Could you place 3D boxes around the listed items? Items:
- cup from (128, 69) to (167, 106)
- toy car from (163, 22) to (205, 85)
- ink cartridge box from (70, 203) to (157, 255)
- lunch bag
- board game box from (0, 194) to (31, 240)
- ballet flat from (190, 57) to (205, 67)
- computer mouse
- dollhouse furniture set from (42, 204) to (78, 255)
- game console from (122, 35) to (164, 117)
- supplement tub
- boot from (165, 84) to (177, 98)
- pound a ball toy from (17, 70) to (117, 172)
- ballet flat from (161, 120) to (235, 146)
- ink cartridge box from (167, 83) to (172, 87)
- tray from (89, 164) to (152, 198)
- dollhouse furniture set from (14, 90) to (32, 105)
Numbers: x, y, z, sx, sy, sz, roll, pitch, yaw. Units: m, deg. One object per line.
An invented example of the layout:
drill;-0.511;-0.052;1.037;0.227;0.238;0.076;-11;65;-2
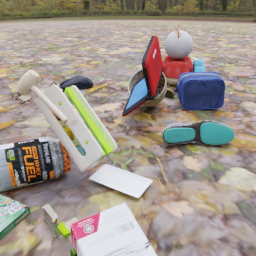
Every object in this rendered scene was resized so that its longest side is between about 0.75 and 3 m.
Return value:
cup;0.984;-1.611;12.150;1.669;1.669;1.194;15;-14;28
toy car;2.560;-3.901;14.268;2.723;2.954;2.613;4;28;9
ink cartridge box;-0.205;2.305;4.966;1.162;0.667;1.600;-14;44;-25
lunch bag;3.106;-1.678;12.387;2.096;1.424;1.387;0;26;4
board game box;-3.079;2.115;6.170;1.020;0.221;1.516;13;29;25
ballet flat;3.923;-4.314;18.401;2.315;0.831;0.831;11;29;23
computer mouse;-2.887;-2.340;14.621;2.278;0.600;1.577;-15;29;-27
dollhouse furniture set;-1.269;2.074;5.835;0.491;0.636;1.272;-25;46;-36
game console;0.439;-1.987;10.568;1.478;2.147;2.491;-4;37;19
supplement tub;-2.594;0.913;7.473;1.957;1.199;1.199;-12;29;-21
boot;2.202;-1.888;13.967;1.201;0.397;1.052;-23;35;-39
pound a ball toy;-1.605;-0.109;6.957;2.522;1.071;1.645;54;20;6
ballet flat;2.318;0.136;9.515;2.440;0.878;0.878;0;27;-2
ink cartridge box;2.675;-2.648;15.454;1.912;0.416;1.659;11;28;21
tray;-0.200;1.447;7.560;1.554;0.172;0.835;15;31;27
dollhouse furniture set;-4.847;-1.369;13.201;0.971;0.474;0.828;34;37;11
